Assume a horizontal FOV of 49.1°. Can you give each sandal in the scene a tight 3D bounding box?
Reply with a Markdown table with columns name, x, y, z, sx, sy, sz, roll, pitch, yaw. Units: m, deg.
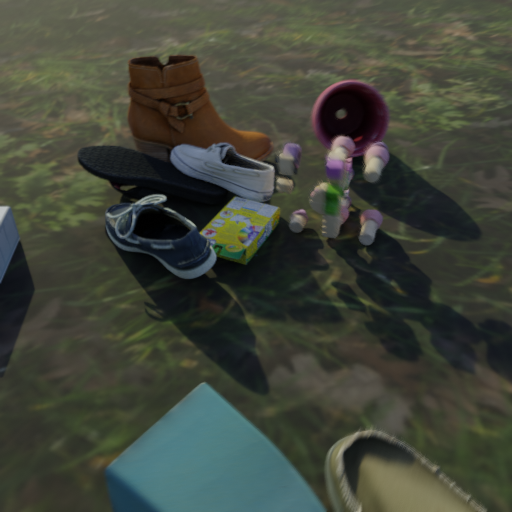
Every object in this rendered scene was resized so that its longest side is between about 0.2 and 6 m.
| name | x | y | z | sx | sy | sz | roll | pitch | yaw |
| --- | --- | --- | --- | --- | --- | --- | --- | --- | --- |
| sandal | -1.984 | -1.363 | 10.524 | 2.913 | 0.697 | 1.095 | 16 | 34 | 0 |

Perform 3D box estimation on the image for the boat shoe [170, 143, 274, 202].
| name | x | y | z | sx | sy | sz | roll | pitch | yaw |
| --- | --- | --- | --- | --- | --- | --- | --- | --- | --- |
| boat shoe | -0.626 | -1.698 | 10.243 | 2.160 | 0.710 | 0.777 | 29 | 37 | 24 |

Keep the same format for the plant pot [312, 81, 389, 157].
| name | x | y | z | sx | sy | sz | roll | pitch | yaw |
| --- | --- | --- | --- | --- | --- | --- | --- | --- | --- |
| plant pot | 1.940 | -2.972 | 11.996 | 1.544 | 1.544 | 1.382 | 0 | 19 | 0 |

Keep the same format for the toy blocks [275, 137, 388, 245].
| name | x | y | z | sx | sy | sz | roll | pitch | yaw |
| --- | --- | --- | --- | --- | --- | --- | --- | --- | --- |
| toy blocks | 1.354 | -1.286 | 9.583 | 1.720 | 1.607 | 1.448 | 9 | 40 | 15 |

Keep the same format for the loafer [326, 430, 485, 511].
| name | x | y | z | sx | sy | sz | roll | pitch | yaw |
| --- | --- | --- | --- | --- | --- | --- | --- | --- | --- |
| loafer | 1.788 | 2.557 | 4.790 | 1.161 | 1.075 | 3.087 | -22 | 42 | -27 |

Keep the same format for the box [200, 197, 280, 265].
| name | x | y | z | sx | sy | sz | roll | pitch | yaw |
| --- | --- | --- | --- | --- | --- | --- | --- | --- | --- |
| box | -0.308 | -0.399 | 9.385 | 0.916 | 0.378 | 1.561 | 16 | 38 | 20 |

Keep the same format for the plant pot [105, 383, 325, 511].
| name | x | y | z | sx | sy | sz | roll | pitch | yaw |
| --- | --- | --- | --- | --- | --- | --- | --- | --- | --- |
| plant pot | -0.255 | 2.330 | 5.040 | 1.742 | 1.231 | 1.230 | 29 | 45 | 27 |

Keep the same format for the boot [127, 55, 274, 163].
| name | x | y | z | sx | sy | sz | roll | pitch | yaw |
| --- | --- | --- | --- | --- | --- | --- | --- | --- | --- |
| boot | -1.085 | -2.856 | 11.091 | 2.911 | 2.260 | 1.116 | 0 | 37 | 0 |

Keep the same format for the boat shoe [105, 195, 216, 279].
| name | x | y | z | sx | sy | sz | roll | pitch | yaw |
| --- | --- | --- | --- | --- | --- | --- | --- | --- | --- |
| boat shoe | -1.687 | -0.443 | 8.895 | 0.977 | 0.807 | 2.609 | -38 | 42 | -20 |

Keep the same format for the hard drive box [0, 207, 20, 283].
| name | x | y | z | sx | sy | sz | roll | pitch | yaw |
| --- | --- | --- | --- | --- | --- | --- | --- | --- | --- |
| hard drive box | -4.602 | 0.001 | 8.566 | 1.380 | 0.680 | 1.770 | -2 | 37 | -3 |
